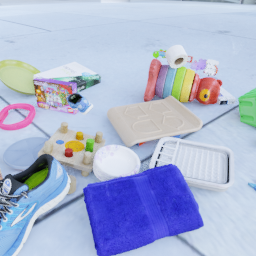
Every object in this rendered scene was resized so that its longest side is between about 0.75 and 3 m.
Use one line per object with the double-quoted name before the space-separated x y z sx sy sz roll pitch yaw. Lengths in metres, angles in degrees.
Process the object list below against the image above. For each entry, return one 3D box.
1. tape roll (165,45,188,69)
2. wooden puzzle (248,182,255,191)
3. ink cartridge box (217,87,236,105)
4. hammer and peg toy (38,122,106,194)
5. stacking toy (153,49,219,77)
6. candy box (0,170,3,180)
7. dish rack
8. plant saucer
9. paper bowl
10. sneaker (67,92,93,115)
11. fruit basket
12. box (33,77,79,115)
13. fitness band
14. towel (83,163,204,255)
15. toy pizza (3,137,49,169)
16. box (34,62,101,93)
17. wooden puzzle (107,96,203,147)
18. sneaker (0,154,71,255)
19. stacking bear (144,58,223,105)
"tape roll" 1.925 -2.825 11.104 0.782 0.782 0.537 -10 61 -17
"wooden puzzle" 4.068 1.554 7.417 1.471 0.172 0.992 -9 31 -14
"ink cartridge box" 4.096 -1.480 12.492 0.742 0.292 1.492 -5 32 -8
"hammer and peg toy" -1.687 0.724 7.951 1.645 0.789 2.236 16 31 5
"stacking toy" 2.652 -2.949 12.715 2.968 0.697 2.238 16 15 11
"candy box" -3.395 1.595 6.850 0.318 0.663 1.148 -2 30 -3
"dish rack" 1.824 1.046 7.979 2.219 0.483 1.904 9 31 15
"plant saucer" -4.881 -2.277 12.875 2.362 0.367 2.362 25 34 -18
"paper bowl" -0.328 1.082 7.619 1.248 0.649 1.248 9 34 -6
"sneaker" -1.150 -0.637 6.290 0.392 0.445 0.997 -47 34 -13
"fruit basket" 5.463 -0.769 10.201 2.308 1.664 2.308 -12 17 4
"box" -2.879 -1.295 11.224 1.816 1.243 0.355 11 32 18
"fitness band" -4.260 -0.454 10.743 1.266 0.330 1.763 0 31 -4
"towel" 0.281 1.701 6.316 2.422 0.600 1.789 -14 44 -12
"toy pizza" -2.975 0.796 8.627 1.619 0.256 1.619 1 32 0
"box" -2.857 -2.350 13.453 1.901 0.479 2.634 31 42 24
"wooden puzzle" 0.858 -0.204 10.051 2.726 0.631 2.525 -14 33 -15
"sneaker" -2.499 1.649 5.889 1.153 1.309 2.936 16 49 26
"stacking bear" 2.373 -1.776 11.802 2.974 1.806 1.691 15 25 11
